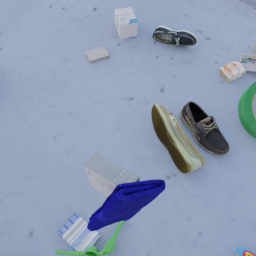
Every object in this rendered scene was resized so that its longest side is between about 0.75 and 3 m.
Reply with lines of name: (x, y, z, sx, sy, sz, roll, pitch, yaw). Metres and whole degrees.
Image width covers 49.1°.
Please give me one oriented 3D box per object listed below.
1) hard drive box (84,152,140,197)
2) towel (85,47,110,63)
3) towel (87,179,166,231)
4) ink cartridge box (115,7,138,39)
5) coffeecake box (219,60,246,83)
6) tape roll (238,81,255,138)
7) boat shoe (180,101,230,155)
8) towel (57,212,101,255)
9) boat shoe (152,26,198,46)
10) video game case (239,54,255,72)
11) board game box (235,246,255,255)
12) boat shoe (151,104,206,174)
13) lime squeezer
hard drive box: (-0.382, 1.457, 7.540, 1.458, 1.136, 0.560, 27, 57, 27)
towel: (-1.359, -3.292, 12.544, 0.977, 0.168, 0.648, -21, 60, -12)
towel: (-0.080, 1.698, 6.327, 1.308, 1.771, 0.439, -5, 57, -39)
ink cartridge box: (-0.095, -4.935, 13.168, 0.848, 0.844, 1.156, -11, 59, -7)
coffeecake box: (4.404, -2.398, 11.838, 0.850, 0.310, 0.652, -25, 61, -6)
tape roll: (5.281, -0.676, 10.157, 2.394, 0.576, 2.394, 0, 80, 2)
boat shoe: (2.728, -0.022, 10.084, 0.873, 0.859, 2.343, -31, 63, -18)
towel: (-1.490, 3.218, 8.490, 1.135, 0.135, 0.834, 35, 64, 20)
boat shoe: (2.103, -4.052, 12.718, 2.056, 0.777, 0.620, 21, 59, 26)
video game case: (5.306, -2.803, 12.060, 0.968, 0.115, 0.881, 14, 65, 28)
board game box: (3.550, 4.318, 7.620, 1.530, 0.427, 1.498, 25, 62, 15)
boat shoe: (1.696, 0.258, 9.885, 0.860, 0.997, 2.732, -18, 62, -20)
lime squeezer: (-0.926, 3.381, 8.191, 2.344, 0.442, 0.828, -22, 64, -15)
